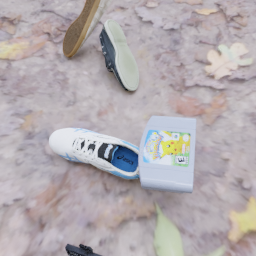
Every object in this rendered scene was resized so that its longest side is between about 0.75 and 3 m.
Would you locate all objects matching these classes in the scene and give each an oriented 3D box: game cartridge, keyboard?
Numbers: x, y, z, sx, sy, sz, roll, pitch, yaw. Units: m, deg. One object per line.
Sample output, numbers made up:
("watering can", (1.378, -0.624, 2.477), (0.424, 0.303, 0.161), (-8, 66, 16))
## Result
("game cartridge", (0.904, 0.528, 6.504), (1.281, 0.389, 1.921), (2, 55, 14))
("keyboard", (-0.821, 2.655, 5.710), (1.117, 0.670, 0.143), (3, 25, 30))

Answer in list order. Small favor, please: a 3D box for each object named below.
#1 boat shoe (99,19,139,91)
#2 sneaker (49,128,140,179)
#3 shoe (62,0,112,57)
("boat shoe", (-0.414, -2.329, 9.492), (0.960, 0.851, 2.568), (-15, 81, -46))
("sneaker", (-0.752, 0.552, 7.205), (2.770, 1.004, 0.996), (16, 71, 8))
("shoe", (-1.443, -3.617, 9.887), (0.712, 2.669, 0.933), (7, 35, -50))
